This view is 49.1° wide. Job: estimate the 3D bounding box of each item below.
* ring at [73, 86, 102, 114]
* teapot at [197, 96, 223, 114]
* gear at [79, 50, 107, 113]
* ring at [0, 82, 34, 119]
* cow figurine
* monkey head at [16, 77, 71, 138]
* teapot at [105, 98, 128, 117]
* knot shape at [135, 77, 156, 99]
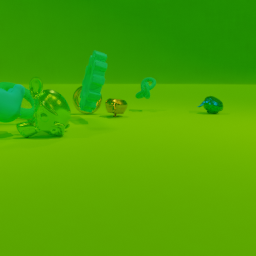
[{"bbox_3d":[-1.585,-1.116,10.951,1.146,1.146,0.229,-1,4,-7],"label":"ring"},{"bbox_3d":[3.343,-0.886,11.228,1.287,0.630,0.800,9,33,-28],"label":"teapot"},{"bbox_3d":[-1.145,-1.480,9.011,0.355,1.920,1.920,12,5,-19],"label":"gear"},{"bbox_3d":[-3.519,-0.890,8.929,1.621,0.324,1.621,32,24,-16],"label":"ring"},{"bbox_3d":[-3.226,-0.369,6.209,1.688,1.661,0.927,20,-21,-38],"label":"cow figurine"},{"bbox_3d":[-2.010,-0.313,6.721,1.212,1.685,1.015,-19,41,5],"label":"monkey head"},{"bbox_3d":[-0.437,-0.750,10.351,0.834,0.656,1.341,8,8,4],"label":"teapot"},{"bbox_3d":[0.778,-1.640,11.997,0.513,1.109,1.038,29,14,-15],"label":"knot shape"}]
